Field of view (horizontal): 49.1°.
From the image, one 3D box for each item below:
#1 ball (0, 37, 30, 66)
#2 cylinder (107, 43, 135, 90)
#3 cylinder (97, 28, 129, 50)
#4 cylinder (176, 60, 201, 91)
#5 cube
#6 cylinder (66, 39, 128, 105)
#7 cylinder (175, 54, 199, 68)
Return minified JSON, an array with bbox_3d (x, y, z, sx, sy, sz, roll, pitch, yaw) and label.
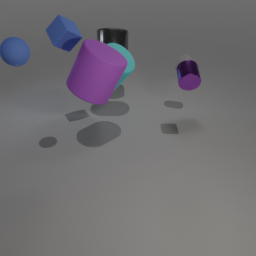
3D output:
[{"bbox_3d":[-2.761,-1.863,6.853,0.700,0.700,0.700,0,30,0],"label":"ball"},{"bbox_3d":[-0.673,-2.337,10.980,1.400,1.400,1.400,20,53,-28],"label":"cylinder"},{"bbox_3d":[-0.691,-3.612,12.466,1.400,1.400,1.400,1,11,0],"label":"cylinder"},{"bbox_3d":[1.913,-1.666,8.864,0.700,0.700,0.700,0,52,1],"label":"cylinder"},{"bbox_3d":[-1.996,-2.948,8.758,0.700,0.700,0.700,5,51,-57],"label":"cube"},{"bbox_3d":[-0.928,-1.652,8.293,1.400,1.400,1.400,24,29,-14],"label":"cylinder"},{"bbox_3d":[2.381,-2.515,11.362,0.700,0.700,0.700,33,22,-22],"label":"cylinder"}]
